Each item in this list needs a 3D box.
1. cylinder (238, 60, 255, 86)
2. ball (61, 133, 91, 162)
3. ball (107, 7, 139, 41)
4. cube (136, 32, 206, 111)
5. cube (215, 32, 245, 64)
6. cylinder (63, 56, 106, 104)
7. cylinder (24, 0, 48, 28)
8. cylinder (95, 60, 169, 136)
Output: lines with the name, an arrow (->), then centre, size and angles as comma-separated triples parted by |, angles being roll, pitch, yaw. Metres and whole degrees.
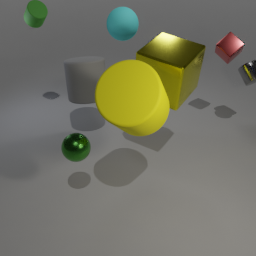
cylinder -> 4.582, -2.044, 10.437 | 0.700, 0.700, 0.700 | -17, 78, -26
ball -> -1.248, 0.465, 6.741 | 0.700, 0.700, 0.700 | 0, 31, 0
ball -> -0.237, -4.539, 12.242 | 1.400, 1.400, 1.400 | 0, 31, 0
cube -> 1.149, -1.611, 7.880 | 1.400, 1.400, 1.400 | 26, 50, 23
cube -> 3.690, -2.912, 10.221 | 0.700, 0.700, 0.700 | 49, 5, 15
cylinder -> -1.459, -1.698, 9.795 | 1.400, 1.400, 1.400 | -3, 22, 1
cylinder -> -3.290, -4.052, 9.977 | 0.700, 0.700, 0.700 | -22, 1, -32
cylinder -> 0.151, -0.597, 6.215 | 1.400, 1.400, 1.400 | 10, -7, 16
